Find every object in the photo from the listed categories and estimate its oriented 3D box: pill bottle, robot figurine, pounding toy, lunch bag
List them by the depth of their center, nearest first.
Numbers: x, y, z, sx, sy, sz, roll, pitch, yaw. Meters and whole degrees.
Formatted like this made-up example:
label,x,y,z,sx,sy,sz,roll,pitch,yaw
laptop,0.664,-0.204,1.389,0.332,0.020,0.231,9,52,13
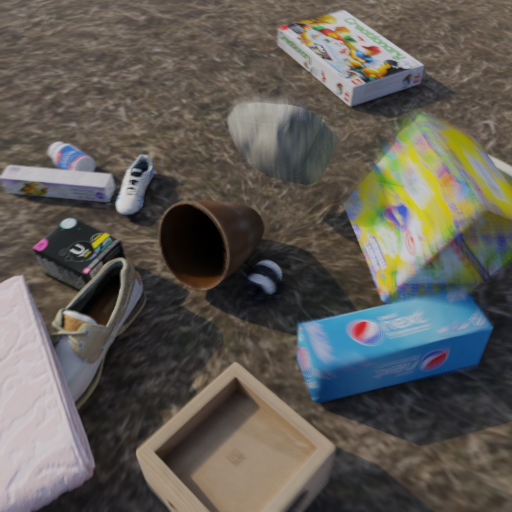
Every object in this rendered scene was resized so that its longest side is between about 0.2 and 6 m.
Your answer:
label,x,y,z,sx,sy,sz,roll,pitch,yaw
pounding toy,-0.358,3.331,6.974,2.567,1.337,2.922,35,57,27
robot figurine,0.103,0.485,10.029,0.552,0.665,0.885,-6,38,37
lunch bag,0.428,-2.181,10.310,1.721,1.443,1.199,24,87,49
pill bottle,-4.076,-2.110,12.301,1.014,0.569,0.569,32,56,26

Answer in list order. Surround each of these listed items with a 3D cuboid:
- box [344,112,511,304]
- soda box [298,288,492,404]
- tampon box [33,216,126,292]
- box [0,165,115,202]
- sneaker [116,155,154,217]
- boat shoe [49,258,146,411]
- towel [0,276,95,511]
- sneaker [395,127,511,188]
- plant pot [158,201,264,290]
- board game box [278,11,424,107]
label,x,y,z,sx,sy,sz,roll,pitch,yaw
box,3.004,-0.677,9.615,1.457,2.301,2.389,15,42,-29
soda box,2.140,1.407,8.895,2.848,0.966,0.914,-11,44,-9
tampon box,-3.184,0.037,10.246,1.274,0.804,0.955,23,52,19
box,-4.195,-1.527,11.862,2.303,0.446,0.477,5,49,4
sneaker,-2.565,-1.489,11.753,0.580,0.585,1.614,6,50,4
boat shoe,-2.850,1.277,8.989,1.116,1.022,2.987,15,51,14
towel,-4.546,2.453,7.917,3.795,0.612,3.624,-28,54,-9
sneaker,4.052,-1.726,11.655,2.931,0.983,1.316,31,51,21
plant pot,-0.623,-0.363,10.206,1.562,1.562,1.671,31,31,25
board game box,2.459,-5.447,15.196,2.266,0.621,3.590,-23,52,-20
